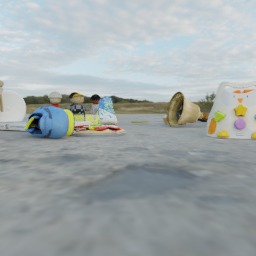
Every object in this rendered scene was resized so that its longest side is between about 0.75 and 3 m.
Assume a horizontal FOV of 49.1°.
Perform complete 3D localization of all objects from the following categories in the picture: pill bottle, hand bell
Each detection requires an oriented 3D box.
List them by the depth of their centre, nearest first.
[{"bbox_3d":[-5.341,-0.744,10.995,2.713,1.441,1.441,2,4,39],"label":"pill bottle"},{"bbox_3d":[3.077,-0.449,11.308,2.733,1.423,1.423,13,0,-17],"label":"hand bell"}]

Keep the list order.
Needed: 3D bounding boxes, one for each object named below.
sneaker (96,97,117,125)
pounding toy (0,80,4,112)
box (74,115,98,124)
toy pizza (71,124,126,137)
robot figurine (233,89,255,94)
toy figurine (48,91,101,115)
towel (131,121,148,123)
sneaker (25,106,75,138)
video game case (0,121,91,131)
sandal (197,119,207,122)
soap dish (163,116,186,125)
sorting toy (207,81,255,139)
[{"bbox_3d":[-1.061,-0.797,12.858,0.929,1.288,2.452,-1,3,-15],"label":"sneaker"},{"bbox_3d":[-4.331,-0.787,8.874,1.106,1.934,1.109,-10,-37,46],"label":"pounding toy"},{"bbox_3d":[-2.005,-0.296,11.380,1.714,0.430,0.645,-1,2,45],"label":"box"},{"bbox_3d":[-0.854,0.042,7.700,1.630,0.258,1.630,0,4,0],"label":"toy pizza"},{"bbox_3d":[4.815,-0.747,10.610,2.557,1.839,1.491,0,-36,17],"label":"robot figurine"},{"bbox_3d":[-2.698,-1.101,14.612,2.374,1.678,2.412,2,4,33],"label":"toy figurine"},{"bbox_3d":[0.633,-0.342,15.222,0.434,0.091,1.009,4,5,40],"label":"towel"},{"bbox_3d":[-2.223,-0.183,7.052,0.931,0.783,2.375,-1,4,-35],"label":"sneaker"},{"bbox_3d":[-2.890,-0.098,9.777,2.226,0.286,2.448,2,4,28],"label":"video game case"},{"bbox_3d":[3.348,-0.522,15.962,2.230,0.503,0.837,16,13,14],"label":"sandal"},{"bbox_3d":[2.259,-0.380,13.268,1.011,0.411,0.795,2,4,30],"label":"soap dish"},{"bbox_3d":[2.655,-0.441,6.680,1.507,1.357,0.805,1,3,18],"label":"sorting toy"}]
